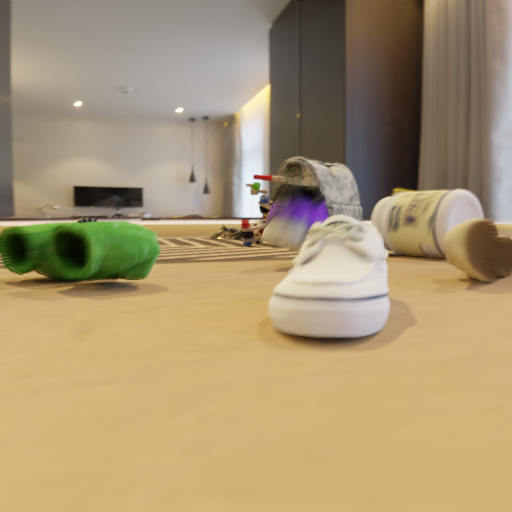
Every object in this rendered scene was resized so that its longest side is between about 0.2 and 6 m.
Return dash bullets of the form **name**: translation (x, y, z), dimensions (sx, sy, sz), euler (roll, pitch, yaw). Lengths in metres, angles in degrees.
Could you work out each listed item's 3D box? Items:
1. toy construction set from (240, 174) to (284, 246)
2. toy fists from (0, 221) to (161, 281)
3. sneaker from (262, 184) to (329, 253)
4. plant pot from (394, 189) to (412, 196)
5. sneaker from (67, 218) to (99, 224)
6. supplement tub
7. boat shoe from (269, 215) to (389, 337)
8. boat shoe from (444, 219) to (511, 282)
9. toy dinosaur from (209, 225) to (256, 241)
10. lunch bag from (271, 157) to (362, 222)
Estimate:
- **toy construction set**: translation (0.526, -1.113, 14.719), dimensions (1.498, 1.950, 1.626), euler (8, 16, 25)
- **toy fists**: translation (-2.196, -0.050, 7.139), dimensions (2.316, 0.796, 1.180), euler (0, 7, 40)
- **sneaker**: translation (0.986, -0.595, 9.603), dimensions (0.817, 1.168, 2.349), euler (1, -12, 31)
- **plant pot**: translation (3.910, -0.830, 13.338), dimensions (1.262, 1.431, 1.431), euler (4, 6, 14)
- **sneaker**: translation (-4.568, -0.528, 13.620), dimensions (0.866, 0.749, 1.918), euler (1, 4, 43)
- **supplement tub**: translation (3.344, -0.624, 11.095), dimensions (1.318, 1.318, 1.818), euler (-3, 5, -37)
- **boat shoe**: translation (0.687, 0.075, 5.057), dimensions (0.973, 0.884, 2.646), euler (1, 5, 11)
- **boat shoe**: translation (2.854, -0.047, 7.448), dimensions (0.691, 0.767, 2.126), euler (0, -3, 36)
- **toy dinosaur**: translation (-0.655, -0.703, 17.823), dimensions (1.956, 0.464, 0.862), euler (5, -1, 17)
- **lunch bag**: translation (1.803, -1.621, 16.313), dimensions (1.952, 2.349, 2.801), euler (-1, 1, 36)
